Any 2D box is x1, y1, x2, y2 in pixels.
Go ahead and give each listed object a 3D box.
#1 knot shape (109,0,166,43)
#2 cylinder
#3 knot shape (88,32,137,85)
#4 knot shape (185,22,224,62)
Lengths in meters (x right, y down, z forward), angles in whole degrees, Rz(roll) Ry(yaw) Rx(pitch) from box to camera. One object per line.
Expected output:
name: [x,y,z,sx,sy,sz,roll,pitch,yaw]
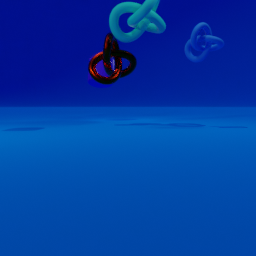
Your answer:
knot shape: [0.456,-3.281,8.515,1.782,0.823,1.668,-27,-17,29]
cylinder: [-1.176,-2.454,12.233,1.097,1.097,1.097,2,-14,1]
knot shape: [-0.409,-2.133,9.156,1.547,1.653,0.764,16,4,-41]
knot shape: [2.022,-2.291,7.778,1.061,0.490,0.993,28,-51,-24]
